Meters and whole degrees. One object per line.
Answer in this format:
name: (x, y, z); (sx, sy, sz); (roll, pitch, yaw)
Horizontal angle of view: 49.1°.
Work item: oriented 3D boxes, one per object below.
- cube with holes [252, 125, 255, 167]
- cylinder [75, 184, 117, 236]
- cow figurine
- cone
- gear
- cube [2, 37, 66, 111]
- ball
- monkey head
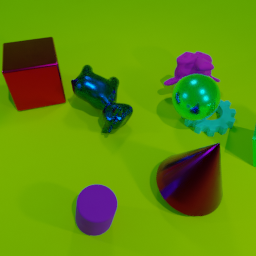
cube with holes: (3.379, 0.270, 6.238); (0.964, 0.964, 0.964); (6, 49, 30)
cylinder: (-0.617, 1.570, 5.341); (0.743, 0.743, 0.743); (6, 50, -8)
cow figurine: (-0.703, -0.730, 7.174); (1.730, 0.949, 1.702); (25, 38, -13)
cone: (1.456, 0.727, 5.449); (1.476, 1.482, 1.476); (7, 50, -8)
gear: (2.139, -0.390, 7.493); (1.381, 0.255, 1.381); (0, 49, 0)
cube: (-2.559, -1.498, 7.724); (1.355, 1.355, 1.355); (-12, 50, -11)
ball: (1.660, -0.747, 6.847); (1.160, 1.160, 1.160); (0, 48, 0)
monkey head: (1.852, -1.485, 7.613); (1.668, 1.005, 1.200); (-5, 29, -10)
